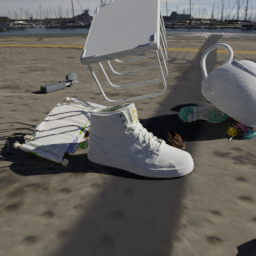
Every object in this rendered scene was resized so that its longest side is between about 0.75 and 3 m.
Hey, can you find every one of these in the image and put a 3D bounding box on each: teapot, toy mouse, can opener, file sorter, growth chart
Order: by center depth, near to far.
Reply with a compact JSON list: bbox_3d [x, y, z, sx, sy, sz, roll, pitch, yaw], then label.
[{"bbox_3d":[0.099,-2.138,7.502,1.808,1.623,2.606,-8,47,16],"label":"file sorter"},{"bbox_3d":[-1.575,-0.017,7.524,1.771,0.217,2.448,21,47,16],"label":"growth chart"},{"bbox_3d":[3.498,0.068,8.412,1.014,0.221,1.141,4,23,9],"label":"toy mouse"},{"bbox_3d":[3.623,-1.340,8.774,2.446,1.786,2.414,21,25,-22],"label":"teapot"},{"bbox_3d":[-3.176,-2.160,13.059,0.526,0.660,1.974,17,28,34],"label":"can opener"}]

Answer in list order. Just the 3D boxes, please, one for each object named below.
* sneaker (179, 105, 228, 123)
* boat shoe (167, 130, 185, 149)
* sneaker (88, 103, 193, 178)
[{"bbox_3d":[2.527,-0.565,9.461,1.628,0.632,0.743,4,18,3],"label":"sneaker"},{"bbox_3d":[1.322,0.307,7.795,0.277,0.276,0.786,-8,26,-21],"label":"boat shoe"},{"bbox_3d":[0.255,0.207,6.488,2.602,1.503,0.958,8,23,14],"label":"sneaker"}]
